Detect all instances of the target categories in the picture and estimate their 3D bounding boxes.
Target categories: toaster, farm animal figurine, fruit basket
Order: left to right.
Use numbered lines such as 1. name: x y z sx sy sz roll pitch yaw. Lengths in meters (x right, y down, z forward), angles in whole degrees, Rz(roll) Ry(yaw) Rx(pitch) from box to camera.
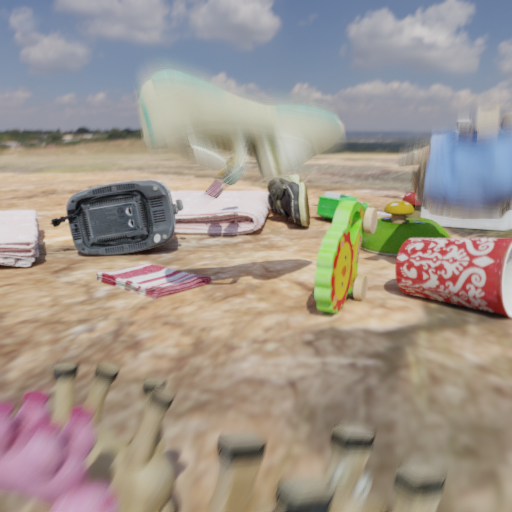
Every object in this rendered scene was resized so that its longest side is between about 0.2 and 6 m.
1. toaster: -2.455 -0.720 10.261 2.187 1.243 1.413 -10 9 1
2. farm animal figurine: -0.161 1.273 2.257 2.082 1.098 2.106 9 3 -16
3. fruit basket: 2.258 -1.171 13.508 1.488 0.698 1.379 -5 13 -32

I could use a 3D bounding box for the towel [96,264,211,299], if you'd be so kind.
1. towel: -1.513 0.318 8.160 1.442 0.164 1.039 11 16 40

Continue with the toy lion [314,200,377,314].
1. toy lion: 1.057 -0.004 6.926 0.495 1.440 1.381 8 -4 24

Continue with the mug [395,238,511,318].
1. mug: 2.641 0.308 7.153 1.424 1.264 0.950 7 50 43

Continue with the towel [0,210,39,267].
1. towel: -5.582 -0.270 9.860 3.334 0.563 3.491 -4 13 -19

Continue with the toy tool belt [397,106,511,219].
1. toy tool belt: 3.247 -1.284 7.649 2.322 1.450 1.427 -7 -15 29

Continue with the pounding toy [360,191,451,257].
1. pounding toy: 2.528 -0.654 10.425 2.232 1.036 1.723 2 13 6

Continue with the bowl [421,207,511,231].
1. bowl: 5.023 -1.220 13.400 2.274 0.850 2.277 7 13 27

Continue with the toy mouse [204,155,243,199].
1. toy mouse: -0.577 -1.397 10.446 0.253 1.308 1.162 37 31 -19

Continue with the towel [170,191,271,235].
1. towel: -1.582 -1.162 13.582 3.805 0.642 3.984 1 14 5

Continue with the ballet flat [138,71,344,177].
1. ballet flat: -0.080 -1.327 6.416 2.657 0.923 0.923 5 9 -31

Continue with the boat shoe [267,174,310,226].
1. boat shoe: 0.729 -1.296 13.283 0.918 1.036 2.831 -6 16 0
